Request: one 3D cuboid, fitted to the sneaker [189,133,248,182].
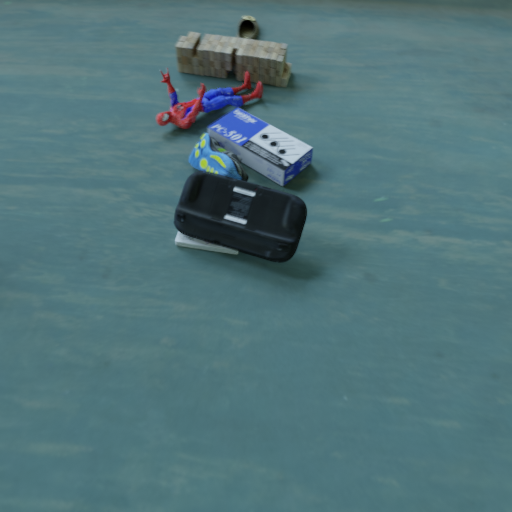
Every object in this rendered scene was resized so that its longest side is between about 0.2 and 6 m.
[{"bbox_3d":[-0.852,-2.085,12.627,0.787,0.919,2.219,-56,38,12],"label":"sneaker"}]

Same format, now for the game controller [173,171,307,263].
[{"bbox_3d":[-0.350,-0.824,11.329,2.685,0.565,1.401,17,80,14],"label":"game controller"}]

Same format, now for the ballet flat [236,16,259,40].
[{"bbox_3d":[-0.312,-6.487,16.291,0.652,0.448,1.934,8,53,6],"label":"ballet flat"}]

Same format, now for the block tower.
[{"bbox_3d":[-0.589,-5.336,15.150,3.039,0.879,0.821,11,53,7],"label":"block tower"}]

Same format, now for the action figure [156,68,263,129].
[{"bbox_3d":[-1.254,-4.124,13.909,2.860,1.415,0.933,-30,53,-18],"label":"action figure"}]

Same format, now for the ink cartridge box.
[{"bbox_3d":[0.075,-2.606,13.226,2.328,0.515,1.094,34,57,24],"label":"ink cartridge box"}]

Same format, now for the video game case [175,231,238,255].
[{"bbox_3d":[-0.856,-0.894,12.111,1.345,0.169,1.879,9,54,6],"label":"video game case"}]
